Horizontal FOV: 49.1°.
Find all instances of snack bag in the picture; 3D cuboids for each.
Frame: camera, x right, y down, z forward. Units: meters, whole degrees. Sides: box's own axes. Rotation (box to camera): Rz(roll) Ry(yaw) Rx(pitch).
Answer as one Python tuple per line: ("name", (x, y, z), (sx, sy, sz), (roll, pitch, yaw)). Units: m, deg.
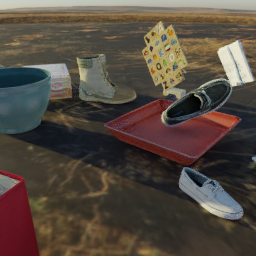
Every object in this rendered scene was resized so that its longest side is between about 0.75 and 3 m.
("snack bag", (3.013, -1.760, 7.866), (0.137, 1.206, 1.279), (-24, 7, -3))

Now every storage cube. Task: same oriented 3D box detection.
("storage cube", (-2.322, 1.529, 3.598), (1.529, 1.608, 1.788), (11, 28, 23))

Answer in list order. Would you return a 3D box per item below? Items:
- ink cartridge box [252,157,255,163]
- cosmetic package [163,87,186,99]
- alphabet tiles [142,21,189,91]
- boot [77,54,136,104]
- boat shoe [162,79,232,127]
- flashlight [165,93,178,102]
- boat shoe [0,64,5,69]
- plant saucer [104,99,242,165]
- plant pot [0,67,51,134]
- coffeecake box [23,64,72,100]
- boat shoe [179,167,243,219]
("ink cartridge box", (4.176, 1.075, 4.989), (2.889, 0.646, 2.545), (-12, 20, 3))
("cosmetic package", (1.900, -1.437, 11.420), (0.820, 0.300, 0.424), (20, 32, 35))
("alphabet tiles", (1.253, -2.495, 9.877), (0.070, 2.195, 1.826), (-17, -6, -33))
("boot", (-0.809, -1.867, 10.603), (2.279, 1.762, 0.821), (5, 26, 10))
("boat shoe", (2.021, -0.698, 7.933), (2.263, 0.816, 0.802), (-32, -6, -2))
("flashlight", (2.018, -0.997, 10.336), (0.455, 0.457, 1.345), (11, 10, -46))
("boat shoe", (-7.107, -2.587, 13.187), (0.796, 0.954, 2.558), (13, 23, 37))
("plant saucer", (1.282, 0.032, 7.913), (2.837, 0.521, 2.831), (20, 32, 36))
("plant pot", (-3.495, -0.810, 8.574), (2.382, 1.596, 2.382), (1, 25, 0))
("coffeecake box", (-3.468, -1.988, 11.865), (1.888, 0.899, 2.460), (-7, 26, -14))
("boat shoe", (1.616, 1.235, 5.545), (0.519, 0.474, 1.444), (-15, 29, -29))
